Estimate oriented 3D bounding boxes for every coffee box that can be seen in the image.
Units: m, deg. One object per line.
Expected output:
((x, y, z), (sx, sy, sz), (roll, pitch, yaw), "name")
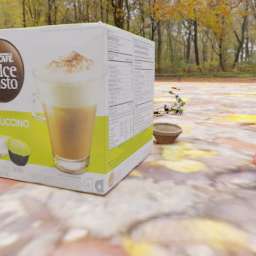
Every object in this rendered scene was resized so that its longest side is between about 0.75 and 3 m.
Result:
((-0.949, -0.491, 5.068), (2.351, 2.328, 2.354), (4, 12, 21), "coffee box")

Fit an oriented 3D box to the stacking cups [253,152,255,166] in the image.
((2.537, 0.715, 3.930), (0.595, 0.595, 1.968), (-2, 6, -12), "stacking cups")

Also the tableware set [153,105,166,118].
((0.461, -0.752, 11.318), (1.984, 0.398, 1.311), (6, 13, 26), "tableware set")

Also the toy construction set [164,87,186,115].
((2.001, -1.035, 11.242), (0.938, 1.124, 0.864), (-16, 22, -27), "toy construction set")

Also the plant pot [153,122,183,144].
((0.918, 0.143, 6.837), (0.803, 0.370, 0.803), (2, 18, -1), "plant pot")
